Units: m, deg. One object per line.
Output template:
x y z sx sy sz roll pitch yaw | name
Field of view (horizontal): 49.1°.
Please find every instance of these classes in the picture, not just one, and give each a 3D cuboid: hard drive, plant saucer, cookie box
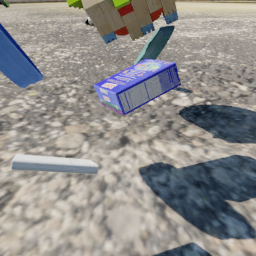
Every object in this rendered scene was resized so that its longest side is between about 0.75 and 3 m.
-0.954 0.475 3.674 1.014 0.135 0.669 7 -2 -17 | hard drive
0.666 -2.249 8.005 0.317 1.763 1.763 32 27 -12 | plant saucer
0.154 -0.843 5.480 1.323 0.497 1.132 -29 26 -16 | cookie box

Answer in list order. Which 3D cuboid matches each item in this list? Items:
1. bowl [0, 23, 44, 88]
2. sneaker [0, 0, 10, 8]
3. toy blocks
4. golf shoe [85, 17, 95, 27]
-2.284 -1.589 4.586 0.434 2.211 2.211 -39 38 -5 | bowl
-3.786 -3.634 8.057 0.850 0.356 0.326 27 -5 7 | sneaker
0.114 -3.020 7.044 2.690 1.839 1.344 -22 66 9 | toy blocks
-1.060 -3.808 9.945 0.602 0.495 1.274 -23 19 -30 | golf shoe
